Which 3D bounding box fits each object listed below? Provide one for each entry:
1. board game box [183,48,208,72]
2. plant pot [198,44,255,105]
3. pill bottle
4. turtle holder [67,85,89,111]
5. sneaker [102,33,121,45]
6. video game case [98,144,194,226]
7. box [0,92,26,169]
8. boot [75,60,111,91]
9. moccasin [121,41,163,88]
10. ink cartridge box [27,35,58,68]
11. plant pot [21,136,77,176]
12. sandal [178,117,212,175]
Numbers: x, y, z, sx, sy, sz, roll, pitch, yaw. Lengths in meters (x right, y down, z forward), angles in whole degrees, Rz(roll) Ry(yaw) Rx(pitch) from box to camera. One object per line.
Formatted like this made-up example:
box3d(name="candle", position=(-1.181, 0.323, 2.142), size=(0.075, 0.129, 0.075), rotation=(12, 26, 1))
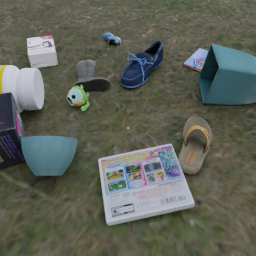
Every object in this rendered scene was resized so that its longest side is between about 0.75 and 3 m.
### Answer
box3d(name="board game box", position=(3.125, -2.966, 12.155), size=(0.832, 0.157, 1.616), rotation=(26, 50, 26))
box3d(name="plant pot", position=(3.919, -1.804, 10.042), size=(2.217, 1.567, 1.566), rotation=(7, 45, -3))
box3d(name="pill bottle", position=(-4.426, -1.233, 9.328), size=(2.911, 1.664, 1.664), rotation=(-2, 45, -3))
box3d(name="turtle holder", position=(-1.763, -1.017, 9.906), size=(0.626, 0.881, 0.670), rotation=(-36, 23, -32))
box3d(name="sneaker", position=(-0.837, -4.193, 13.241), size=(0.994, 0.390, 0.443), rotation=(28, 48, 25))
box3d(name="video game case", position=(0.390, 1.420, 7.484), size=(2.200, 0.261, 2.002), rotation=(-12, 45, -2))
box3d(name="box", position=(-4.474, 0.268, 7.916), size=(2.803, 1.486, 1.713), rotation=(-14, 46, -15))
box3d(name="boot", position=(-1.380, -2.110, 11.083), size=(1.470, 0.587, 1.617), rotation=(2, 38, -1))
box3d(name="moccasin", position=(0.528, -2.667, 11.275), size=(1.131, 0.958, 2.811), rotation=(19, 48, 19))
box3d(name="ink cartridge box", position=(-3.726, -3.325, 12.161), size=(1.127, 0.656, 1.556), rotation=(-11, 46, -11))
box3d(name="plant pot", position=(-2.141, 0.793, 7.618), size=(1.479, 1.479, 0.996), rotation=(-1, 81, -1))
box3d(name="sandal", position=(2.026, 0.380, 8.412), size=(0.924, 0.621, 2.299), rotation=(14, 44, 14))
